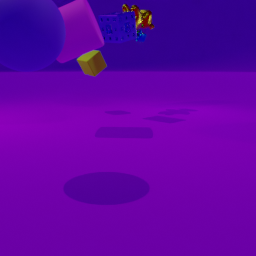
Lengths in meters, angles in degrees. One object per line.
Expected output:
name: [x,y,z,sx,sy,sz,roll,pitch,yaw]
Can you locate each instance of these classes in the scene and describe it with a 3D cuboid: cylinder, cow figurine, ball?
cylinder: [-1.544,-2.703,7.835,1.360,1.360,1.360,-21,11,6]
cow figurine: [0.297,-4.246,11.397,0.932,1.697,1.670,23,-11,35]
cow figurine: [0.363,-3.834,11.568,0.908,0.498,0.893,26,16,17]
ball: [-1.573,-1.479,4.240,1.230,1.230,1.230,0,13,0]

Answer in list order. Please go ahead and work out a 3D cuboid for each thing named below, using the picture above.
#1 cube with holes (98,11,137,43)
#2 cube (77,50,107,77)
cube with holes: [-0.353,-3.507,9.728,0.894,0.894,0.894,17,35,38]
cube: [-1.446,-2.621,11.275,0.736,0.736,0.736,22,59,44]
